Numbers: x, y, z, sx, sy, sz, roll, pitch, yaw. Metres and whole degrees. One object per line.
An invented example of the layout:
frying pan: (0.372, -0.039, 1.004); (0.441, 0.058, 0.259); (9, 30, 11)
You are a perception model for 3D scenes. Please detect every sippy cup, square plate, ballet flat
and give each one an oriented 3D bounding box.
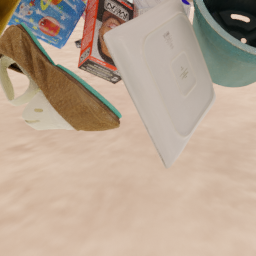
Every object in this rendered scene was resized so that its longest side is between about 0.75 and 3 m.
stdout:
sippy cup: (-2.251, -3.208, 7.442); (1.915, 2.052, 2.613); (31, 23, -19)
square plate: (0.771, -0.845, 4.493); (0.311, 2.163, 2.184); (-7, 28, 41)
ballet flat: (-1.231, -0.589, 4.009); (0.977, 0.916, 2.700); (-44, 63, -7)

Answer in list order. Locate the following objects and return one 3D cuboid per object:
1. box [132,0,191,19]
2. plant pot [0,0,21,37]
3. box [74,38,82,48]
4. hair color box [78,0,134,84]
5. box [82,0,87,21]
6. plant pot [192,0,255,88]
box: (0.966, -3.177, 8.649); (1.595, 1.467, 0.837); (-8, 45, -9)
plant pot: (-3.345, -2.348, 5.723); (1.326, 1.503, 1.503); (-19, 50, 47)
box: (-1.204, -2.962, 9.337); (1.010, 0.251, 0.797); (-30, 27, -16)
hair color box: (-0.538, -2.518, 7.509); (1.217, 2.397, 0.734); (19, -27, -34)
box: (-1.038, -4.660, 9.774); (1.769, 0.882, 0.844); (-16, 32, 38)
plant pot: (2.441, -2.141, 5.513); (2.779, 2.779, 2.722); (3, -9, 5)
